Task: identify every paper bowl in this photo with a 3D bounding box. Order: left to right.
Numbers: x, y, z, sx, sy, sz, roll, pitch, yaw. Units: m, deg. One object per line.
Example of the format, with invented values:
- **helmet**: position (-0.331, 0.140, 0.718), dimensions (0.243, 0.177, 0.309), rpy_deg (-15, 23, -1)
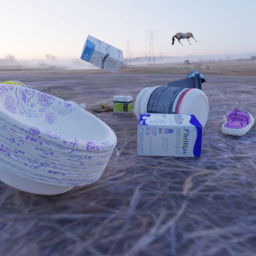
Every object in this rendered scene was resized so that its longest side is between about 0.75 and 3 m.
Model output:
- **paper bowl**: position (-1.759, 0.291, 5.812), dimensions (2.809, 1.461, 2.809), rpy_deg (24, 11, -5)

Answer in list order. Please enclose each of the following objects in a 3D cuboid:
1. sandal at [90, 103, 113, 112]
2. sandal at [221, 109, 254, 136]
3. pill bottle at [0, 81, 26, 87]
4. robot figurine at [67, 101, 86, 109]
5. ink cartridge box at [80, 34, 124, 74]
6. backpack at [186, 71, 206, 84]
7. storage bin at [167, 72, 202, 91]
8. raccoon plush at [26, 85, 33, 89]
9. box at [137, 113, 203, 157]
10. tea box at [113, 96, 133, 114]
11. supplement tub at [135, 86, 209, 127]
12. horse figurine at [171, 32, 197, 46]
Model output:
- **sandal**: position (-1.215, -1.126, 14.737), dimensions (1.659, 0.448, 0.666), rpy_deg (-7, 16, -26)
- **sandal**: position (4.353, -0.393, 11.003), dimensions (1.173, 0.708, 2.882), rpy_deg (6, 20, 21)
- **pill bottle**: position (-5.561, -1.180, 12.407), dimensions (1.653, 1.653, 2.941), rpy_deg (0, 14, 1)
- **robot figurine**: position (-2.375, -0.545, 11.218), dimensions (1.496, 0.996, 1.764), rpy_deg (-26, 13, 3)
- **ink cartridge box**: position (-1.188, -3.411, 12.987), dimensions (1.813, 0.759, 1.315), rpy_deg (21, 35, -18)
- **backpack**: position (3.009, -2.232, 12.667), dimensions (0.758, 0.557, 0.694), rpy_deg (14, -42, -40)
- **storage bin**: position (2.507, -1.313, 12.095), dimensions (1.427, 2.125, 1.546), rpy_deg (-6, 56, 15)
- **raccoon plush**: position (-4.359, -1.456, 13.695), dimensions (0.840, 1.735, 1.163), rpy_deg (-4, 30, -6)
- **box**: position (1.210, 0.165, 8.472), dimensions (1.802, 0.945, 1.657), rpy_deg (2, 15, 4)
- **tea box**: position (-0.261, -1.183, 14.152), dimensions (0.852, 0.839, 0.570), rpy_deg (7, 15, 26)
- **supplement tub**: position (1.595, -0.697, 10.433), dimensions (2.377, 1.668, 1.668), rpy_deg (13, 19, 42)
- **horse figurine**: position (2.016, -3.273, 10.187), dimensions (1.055, 0.263, 0.699), rpy_deg (-10, 58, -14)
